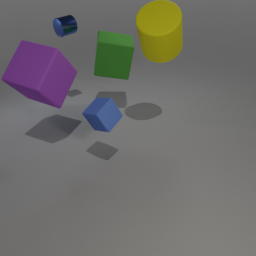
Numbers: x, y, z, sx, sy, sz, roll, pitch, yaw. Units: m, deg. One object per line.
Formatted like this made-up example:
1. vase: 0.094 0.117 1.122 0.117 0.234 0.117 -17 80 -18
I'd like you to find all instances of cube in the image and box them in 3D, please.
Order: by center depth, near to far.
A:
1. cube: -0.724 -0.384 8.007 0.700 0.700 0.700 8 50 46
2. cube: -2.690 -1.641 8.718 1.400 1.400 1.400 18 78 20
3. cube: -0.591 -2.942 11.294 1.400 1.400 1.400 6 35 -8

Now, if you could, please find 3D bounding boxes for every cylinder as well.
1. cylinder: 1.037 -3.071 9.014 1.400 1.400 1.400 -4 67 10
2. cylinder: -2.460 -4.001 10.980 0.700 0.700 0.700 -31 41 -32
